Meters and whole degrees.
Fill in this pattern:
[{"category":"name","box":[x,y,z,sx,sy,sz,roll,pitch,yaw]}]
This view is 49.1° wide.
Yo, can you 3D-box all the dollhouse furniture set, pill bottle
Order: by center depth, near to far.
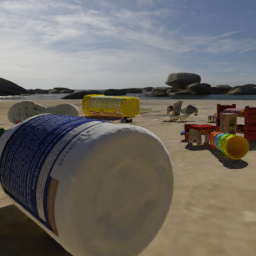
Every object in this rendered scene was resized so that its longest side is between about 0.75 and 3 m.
[{"category":"pill bottle","box":[-0.637,0.434,2.899,1.131,1.131,2.038,-6,10,-41]},{"category":"dollhouse furniture set","box":[2.646,-0.176,8.174,2.428,0.988,1.307,-3,8,-24]},{"category":"dollhouse furniture set","box":[2.678,-0.663,13.794,1.100,0.761,1.165,-26,45,-34]}]

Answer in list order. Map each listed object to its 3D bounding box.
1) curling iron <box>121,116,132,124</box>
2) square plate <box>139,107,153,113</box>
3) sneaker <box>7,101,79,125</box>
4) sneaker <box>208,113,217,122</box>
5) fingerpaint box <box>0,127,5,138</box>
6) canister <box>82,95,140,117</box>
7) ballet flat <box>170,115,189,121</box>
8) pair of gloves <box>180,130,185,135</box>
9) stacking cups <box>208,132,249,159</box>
[{"category":"curling iron","box":[-0.097,-0.295,11.912,0.513,0.265,2.070,1,7,3]},{"category":"square plate","box":[-0.027,-1.224,18.744,2.434,0.350,2.457,-6,9,-36]},{"category":"sneaker","box":[-3.147,-0.333,10.669,2.733,1.053,1.119,4,-16,4]},{"category":"sneaker","box":[4.154,-0.461,12.981,1.056,0.396,0.476,-15,24,-41]},{"category":"fingerpaint box","box":[-3.762,0.282,5.939,1.811,0.664,1.511,6,10,40]},{"category":"canister","box":[-0.930,-1.255,15.868,2.719,1.177,2.019,6,9,29]},{"category":"ballet flat","box":[2.380,-0.446,12.995,0.894,0.310,0.310,2,8,8]},{"category":"pair of gloves","box":[2.244,0.144,9.093,1.151,0.131,0.925,0,7,-2]},{"category":"stacking cups","box":[2.218,0.289,6.494,0.496,0.496,1.640,0,8,0]}]
